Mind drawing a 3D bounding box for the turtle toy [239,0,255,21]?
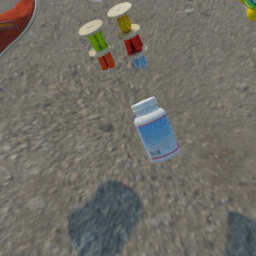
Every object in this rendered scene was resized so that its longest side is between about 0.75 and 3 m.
[{"bbox_3d":[2.889,-3.102,5.945,1.098,0.761,1.506,-23,65,19],"label":"turtle toy"}]

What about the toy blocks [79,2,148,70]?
[{"bbox_3d":[-0.209,-1.748,6.198,1.264,1.516,0.551,-34,42,-5],"label":"toy blocks"}]

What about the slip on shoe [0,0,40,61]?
[{"bbox_3d":[-3.137,-2.603,7.181,0.892,0.737,2.407,24,72,35],"label":"slip on shoe"}]

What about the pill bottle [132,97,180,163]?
[{"bbox_3d":[0.532,0.028,5.590,0.658,0.658,1.210,-25,97,-12],"label":"pill bottle"}]

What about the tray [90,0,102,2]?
[{"bbox_3d":[-0.611,-3.551,6.589,1.180,0.244,2.198,28,54,10],"label":"tray"}]
